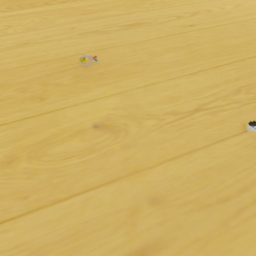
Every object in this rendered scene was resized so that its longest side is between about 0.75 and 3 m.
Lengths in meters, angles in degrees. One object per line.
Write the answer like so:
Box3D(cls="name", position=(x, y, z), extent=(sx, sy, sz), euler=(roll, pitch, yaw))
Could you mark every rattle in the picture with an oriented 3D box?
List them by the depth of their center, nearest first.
Box3D(cls="rattle", position=(-1.571, -2.936, 11.700), extent=(0.831, 0.541, 0.594), euler=(-18, 18, 22))

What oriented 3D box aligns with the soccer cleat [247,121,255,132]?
Box3D(cls="soccer cleat", position=(4.079, -0.065, 8.623), extent=(0.874, 0.377, 0.305), euler=(-5, 43, -2))
